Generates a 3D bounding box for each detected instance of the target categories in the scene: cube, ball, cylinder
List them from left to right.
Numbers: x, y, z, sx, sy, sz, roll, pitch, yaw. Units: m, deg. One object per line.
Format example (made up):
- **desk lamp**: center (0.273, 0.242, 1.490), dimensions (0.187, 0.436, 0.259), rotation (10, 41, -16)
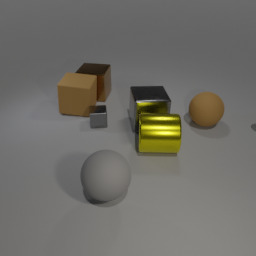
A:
- **cube**: center (-2.207, -1.498, 12.412), dimensions (1.400, 1.400, 1.400), rotation (7, 33, 3)
- **cube**: center (-1.648, -2.248, 13.657), dimensions (1.400, 1.400, 1.400), rotation (6, 33, 9)
- **cube**: center (-1.221, -0.468, 11.553), dimensions (0.700, 0.700, 0.700), rotation (-4, 33, -6)
- **ball**: center (-0.602, 1.295, 7.711), dimensions (1.400, 1.400, 1.400), rotation (0, 33, 0)
- **cube**: center (0.839, -0.789, 11.341), dimensions (1.400, 1.400, 1.400), rotation (-2, 32, -7)
- **cylinder**: center (1.088, 0.177, 9.889), dimensions (1.400, 1.400, 1.400), rotation (1, 33, 1)
- **ball**: center (3.171, -0.762, 11.347), dimensions (1.400, 1.400, 1.400), rotation (0, 33, 0)
